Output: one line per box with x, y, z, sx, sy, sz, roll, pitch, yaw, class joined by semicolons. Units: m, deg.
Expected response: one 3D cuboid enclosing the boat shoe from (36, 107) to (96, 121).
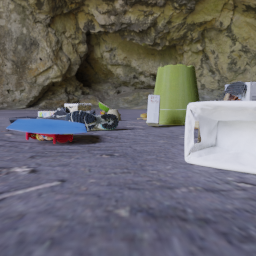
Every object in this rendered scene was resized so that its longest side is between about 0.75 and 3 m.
-2.274;-0.371;9.984;2.306;0.782;0.827;1;5;7;boat shoe

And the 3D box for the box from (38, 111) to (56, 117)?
-3.873;-0.560;13.758;0.951;0.535;0.482;3;6;16;box

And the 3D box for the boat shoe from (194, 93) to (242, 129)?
3.519;-0.678;9.576;2.894;1.042;1.044;-9;6;17;boat shoe

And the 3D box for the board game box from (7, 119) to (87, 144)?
-1.839;0.133;6.575;1.663;0.410;2.104;4;9;-13;board game box

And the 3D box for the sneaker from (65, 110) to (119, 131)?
-1.216;-0.153;9.275;1.725;0.669;0.744;6;-9;-14;sneaker

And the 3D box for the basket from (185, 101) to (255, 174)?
1.574;0.103;3.913;1.333;0.904;0.822;5;3;43;basket

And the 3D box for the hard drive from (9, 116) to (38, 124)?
-4.475;-0.345;12.434;1.040;0.326;1.541;0;5;4;hard drive

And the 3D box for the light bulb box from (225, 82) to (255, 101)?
5.636;-1.203;13.389;1.176;1.867;1.884;0;3;-16;light bulb box

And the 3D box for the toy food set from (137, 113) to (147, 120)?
1.336;-0.637;15.696;1.232;0.358;1.784;-2;5;-23;toy food set

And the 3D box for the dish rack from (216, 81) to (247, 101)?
4.583;-1.204;12.993;0.581;2.131;1.634;22;-2;-18;dish rack

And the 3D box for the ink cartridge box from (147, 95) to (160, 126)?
0.989;-0.637;10.699;0.447;1.066;0.936;3;-8;8;ink cartridge box

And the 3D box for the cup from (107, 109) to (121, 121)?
-0.780;-0.699;15.050;0.837;0.599;0.837;1;4;0;cup

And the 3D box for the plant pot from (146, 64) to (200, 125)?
2.200;-1.511;12.864;2.729;2.591;2.729;0;4;0;plant pot

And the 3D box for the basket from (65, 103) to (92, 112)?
-2.830;-0.938;15.901;1.142;0.927;1.153;4;5;38;basket

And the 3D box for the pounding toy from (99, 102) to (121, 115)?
-1.633;-1.225;21.533;1.793;0.832;1.384;32;4;18;pounding toy
